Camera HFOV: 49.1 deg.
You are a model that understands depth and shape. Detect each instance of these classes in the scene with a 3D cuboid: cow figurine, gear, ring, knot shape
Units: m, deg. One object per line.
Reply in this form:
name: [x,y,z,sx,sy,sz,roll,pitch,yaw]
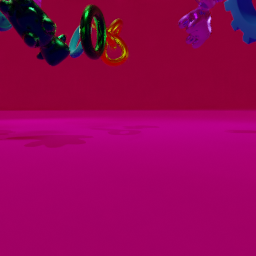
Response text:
cow figurine: [-2.042,-2.206,6.342,0.922,1.680,1.653,-40,16,-1]
gear: [2.683,-2.659,5.659,0.368,1.988,1.988,-23,8,-8]
ring: [-1.595,-2.898,9.258,0.247,1.234,1.234,21,-9,-34]
knot shape: [-0.587,-3.177,10.527,0.842,1.706,1.823,-7,12,28]
ring: [-1.001,-2.799,8.263,0.311,1.553,1.553,5,5,15]
cow figurine: [2.259,-3.340,8.405,1.493,1.469,0.820,46,6,-47]

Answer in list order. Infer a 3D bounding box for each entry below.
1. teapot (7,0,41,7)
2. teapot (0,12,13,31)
teapot: [-2.869,-3.452,7.299,0.868,1.773,1.103,-31,-33,8]
teapot: [-3.031,-2.690,6.814,1.069,0.665,0.523,-8,23,-36]
